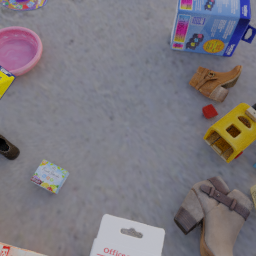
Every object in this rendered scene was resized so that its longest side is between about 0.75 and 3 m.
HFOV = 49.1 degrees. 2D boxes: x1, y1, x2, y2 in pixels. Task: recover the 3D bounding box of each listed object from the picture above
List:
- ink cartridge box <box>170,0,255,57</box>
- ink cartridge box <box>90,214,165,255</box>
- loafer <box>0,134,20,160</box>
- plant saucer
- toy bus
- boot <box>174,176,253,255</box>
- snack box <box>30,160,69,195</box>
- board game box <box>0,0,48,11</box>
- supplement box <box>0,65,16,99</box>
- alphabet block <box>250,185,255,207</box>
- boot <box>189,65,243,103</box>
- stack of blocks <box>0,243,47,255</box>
[{"bbox_3d":[3.080,-3.659,10.060,2.855,1.948,1.090,7,65,4],"label":"ink cartridge box"},{"bbox_3d":[-0.209,3.841,6.824,1.751,1.007,2.990,13,64,7],"label":"ink cartridge box"},{"bbox_3d":[-4.127,0.406,8.795,1.616,0.576,0.590,25,66,12],"label":"loafer"},{"bbox_3d":[-4.271,-2.754,10.390,2.250,0.570,2.250,0,64,1],"label":"plant saucer"},{"bbox_3d":[3.600,-0.110,8.662,2.343,1.283,2.483,5,64,2],"label":"toy bus"},{"bbox_3d":[2.625,2.642,7.505,1.970,0.946,2.694,-33,70,-19],"label":"boot"},{"bbox_3d":[-2.341,1.465,8.420,0.877,0.297,0.739,25,67,11],"label":"snack box"},{"bbox_3d":[-4.398,-6.235,12.166,2.112,0.521,2.673,10,64,5],"label":"board game box"},{"bbox_3d":[-4.156,-0.921,6.605,1.519,2.791,1.528,39,105,-13],"label":"supplement box"},{"bbox_3d":[4.175,1.968,7.758,1.009,1.033,1.015,-3,64,-2],"label":"alphabet block"},{"bbox_3d":[3.124,-1.823,9.947,1.376,0.680,1.772,33,76,18],"label":"boot"},{"bbox_3d":[-3.043,3.269,6.751,2.887,1.662,0.846,13,64,6],"label":"stack of blocks"}]
